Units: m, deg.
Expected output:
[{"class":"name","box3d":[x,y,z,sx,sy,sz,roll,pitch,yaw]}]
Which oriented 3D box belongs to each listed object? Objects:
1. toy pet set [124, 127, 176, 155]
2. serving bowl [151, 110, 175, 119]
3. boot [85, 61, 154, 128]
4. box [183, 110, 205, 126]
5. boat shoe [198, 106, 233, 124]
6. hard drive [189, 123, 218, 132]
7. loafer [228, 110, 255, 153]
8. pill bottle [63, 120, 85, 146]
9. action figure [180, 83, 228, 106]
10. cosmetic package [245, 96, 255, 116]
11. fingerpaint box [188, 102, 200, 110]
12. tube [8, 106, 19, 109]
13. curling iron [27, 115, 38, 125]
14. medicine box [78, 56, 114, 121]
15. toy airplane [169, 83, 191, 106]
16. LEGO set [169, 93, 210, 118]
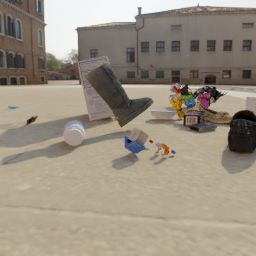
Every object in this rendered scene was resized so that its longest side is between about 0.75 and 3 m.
[{"class":"toy pet set","box3d":[0.473,0.515,7.351,1.051,0.598,1.126,34,-6,-33]},{"class":"serving bowl","box3d":[1.574,-0.598,12.691,1.123,0.369,1.123,4,6,0]},{"class":"boot","box3d":[-0.270,-1.414,10.445,2.107,2.317,0.841,-37,2,-43]},{"class":"box","box3d":[2.722,-0.402,11.532,0.680,0.509,1.359,4,13,22]},{"class":"boat shoe","box3d":[3.787,-0.571,12.091,0.688,0.593,1.886,-7,13,-30]},{"class":"hard drive","box3d":[2.800,-0.038,10.431,0.943,0.199,0.636,-7,13,-30]},{"class":"loafer","box3d":[3.570,-0.050,8.396,0.976,1.009,2.873,6,13,27]},{"class":"pill bottle","box3d":[-1.599,0.160,8.332,0.624,0.624,1.148,-2,11,-10]},{"class":"action figure","box3d":[4.296,-1.818,16.067,2.529,1.290,1.503,7,23,1]},{"class":"cosmetic package","box3d":[6.870,-1.164,14.228,1.869,0.950,0.692,-4,12,-25]},{"class":"fingerpaint box","box3d":[3.814,-1.275,15.891,0.853,0.313,0.711,-11,8,16]},{"class":"tube","box3d":[-6.757,-1.235,16.579,0.302,0.197,0.781,16,10,13]},{"class":"curling iron","box3d":[-4.032,-0.372,11.974,0.401,0.207,1.618,-38,10,-1]},{"class":"medicine box","box3d":[-1.458,-1.900,13.186,1.361,2.644,2.408,-11,13,-8]},{"class":"toy airplane","box3d":[3.168,-1.854,16.902,1.735,1.230,1.743,23,-9,22]},{"class":"LEGO set","box3d":[2.642,-0.967,12.770,0.832,0.895,2.182,-30,20,-35]}]
